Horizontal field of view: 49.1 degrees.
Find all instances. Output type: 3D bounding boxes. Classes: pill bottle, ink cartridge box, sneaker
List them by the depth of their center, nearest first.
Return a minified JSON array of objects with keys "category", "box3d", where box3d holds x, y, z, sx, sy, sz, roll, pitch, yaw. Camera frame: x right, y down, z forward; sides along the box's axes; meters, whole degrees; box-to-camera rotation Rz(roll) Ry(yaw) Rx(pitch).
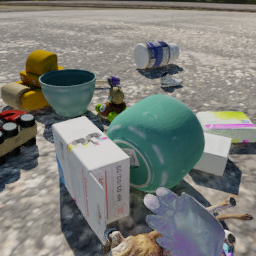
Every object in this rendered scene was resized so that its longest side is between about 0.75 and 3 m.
[{"category":"ink cartridge box","box3d":[-0.786,1.090,6.549,0.980,1.663,2.888,-16,33,-27]},{"category":"sneaker","box3d":[2.183,-2.465,13.976,1.233,0.710,0.465,-12,24,-17]},{"category":"pill bottle","box3d":[1.758,-4.462,16.890,2.621,1.455,1.455,-15,32,-28]}]

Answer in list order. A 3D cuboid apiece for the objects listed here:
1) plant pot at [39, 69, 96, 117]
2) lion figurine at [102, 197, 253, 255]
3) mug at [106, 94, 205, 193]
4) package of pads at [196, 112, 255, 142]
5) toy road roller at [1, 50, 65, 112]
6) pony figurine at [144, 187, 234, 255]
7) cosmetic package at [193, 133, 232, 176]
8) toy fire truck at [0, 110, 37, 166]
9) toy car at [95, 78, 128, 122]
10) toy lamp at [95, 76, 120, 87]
[{"category":"plant pot","box3d":[-2.331,-1.354,11.235,2.187,1.465,2.187,0,28,0]},{"category":"lion figurine","box3d":[0.924,2.135,5.317,2.800,1.715,1.015,1,59,-31]},{"category":"mug","box3d":[0.472,0.635,7.199,2.237,2.723,1.684,41,48,17]},{"category":"package of pads","box3d":[3.351,-0.062,9.754,1.798,0.613,1.389,-1,29,-1]},{"category":"toy road roller","box3d":[-3.941,-2.125,11.982,1.752,2.082,2.852,20,35,33]},{"category":"pony figurine","box3d":[0.948,2.509,4.038,2.577,2.223,2.669,31,23,-11]},{"category":"cosmetic package","box3d":[2.365,0.713,8.254,1.126,0.692,1.122,13,31,22]},{"category":"toy fire truck","box3d":[-4.257,0.157,8.937,2.143,1.378,1.886,24,36,19]},{"category":"toy car","box3d":[-0.584,-1.147,10.846,1.157,1.466,1.204,-19,34,-31]},{"category":"toy lamp","box3d":[-1.321,-2.301,13.953,1.857,0.541,0.541,-2,29,-5]}]
